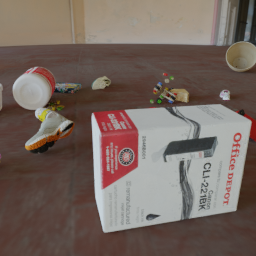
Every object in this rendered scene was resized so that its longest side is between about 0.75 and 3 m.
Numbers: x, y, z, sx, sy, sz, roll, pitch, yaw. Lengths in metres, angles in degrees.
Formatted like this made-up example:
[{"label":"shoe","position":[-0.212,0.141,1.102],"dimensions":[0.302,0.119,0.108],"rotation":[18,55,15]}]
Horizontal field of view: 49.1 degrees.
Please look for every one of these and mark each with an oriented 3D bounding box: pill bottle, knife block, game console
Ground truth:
[{"label":"pill bottle","position":[-3.214,-0.485,11.063],"dimensions":[0.561,0.561,0.982],"rotation":[-20,28,-41]},{"label":"knife block","position":[2.369,-1.707,14.347],"dimensions":[1.228,0.447,1.398],"rotation":[-2,22,-3]},{"label":"game console","position":[4.006,0.032,10.304],"dimensions":[1.439,0.991,1.670],"rotation":[-24,4,37]},{"label":"pill bottle","position":[-4.408,-2.055,13.601],"dimensions":[1.630,1.630,2.904],"rotation":[-2,22,-6]}]

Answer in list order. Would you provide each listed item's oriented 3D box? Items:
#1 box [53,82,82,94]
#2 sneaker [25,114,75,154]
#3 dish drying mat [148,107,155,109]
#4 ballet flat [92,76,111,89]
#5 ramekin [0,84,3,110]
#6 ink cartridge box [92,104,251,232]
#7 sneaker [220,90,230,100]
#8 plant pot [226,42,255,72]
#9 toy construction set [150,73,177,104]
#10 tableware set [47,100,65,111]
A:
[{"label":"box","position":[-3.684,-2.313,16.035],"dimensions":[1.768,0.333,1.207],"rotation":[4,22,11]},{"label":"sneaker","position":[-2.573,0.143,8.838],"dimensions":[0.810,0.667,1.761],"rotation":[35,43,19]},{"label":"dish drying mat","position":[1.383,-0.734,12.320],"dimensions":[0.450,0.107,1.173],"rotation":[-19,28,-37]},{"label":"ballet flat","position":[-1.510,-2.666,16.679],"dimensions":[0.680,0.680,1.958],"rotation":[6,21,15]},{"label":"ramekin","position":[-6.614,-1.171,11.973],"dimensions":[2.511,1.170,2.511],"rotation":[0,22,0]},{"label":"ink cartridge box","position":[0.814,0.733,5.796],"dimensions":[2.931,2.114,1.227],"rotation":[-5,22,-13]},{"label":"sneaker","position":[5.059,-1.774,14.502],"dimensions":[0.416,0.451,1.023],"rotation":[0,21,1]},{"label":"plant pot","position":[8.728,-5.271,21.621],"dimensions":[2.262,2.262,1.519],"rotation":[7,-10,18]},{"label":"toy construction set","position":[1.743,-1.969,13.825],"dimensions":[1.244,1.491,1.146],"rotation":[6,16,-8]},{"label":"tableware set","position":[-3.368,-1.059,13.052],"dimensions":[0.806,0.184,1.197],"rotation":[-3,21,-8]}]
